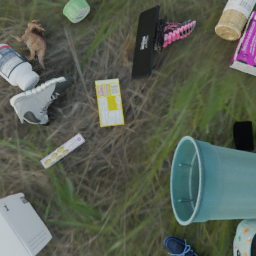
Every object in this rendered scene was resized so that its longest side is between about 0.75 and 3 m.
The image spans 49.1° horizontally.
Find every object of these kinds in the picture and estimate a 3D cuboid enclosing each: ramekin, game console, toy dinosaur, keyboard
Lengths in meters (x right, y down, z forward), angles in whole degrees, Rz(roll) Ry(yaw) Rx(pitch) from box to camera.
[{"bbox_3d":[-1.896,-4.415,10.496,0.977,0.977,0.477,-39,92,-4],"label":"ramekin"},{"bbox_3d":[4.839,0.268,10.373,1.855,0.224,1.094,-2,84,-1],"label":"game console"},{"bbox_3d":[-3.441,-3.225,10.479,1.274,0.807,1.880,-34,90,-10],"label":"toy dinosaur"},{"bbox_3d":[0.867,-3.124,10.408,0.533,1.399,2.688,11,84,-40],"label":"keyboard"}]

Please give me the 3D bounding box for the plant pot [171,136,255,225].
[{"bbox_3d":[3.097,1.789,9.112,2.733,2.790,2.790,7,84,-7],"label":"plant pot"}]

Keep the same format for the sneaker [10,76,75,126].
[{"bbox_3d":[-2.908,-0.858,10.225,2.501,0.938,1.445,-21,89,8],"label":"sneaker"}]

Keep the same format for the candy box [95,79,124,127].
[{"bbox_3d":[-0.687,-0.943,10.467,0.889,0.230,1.739,-7,84,-4],"label":"candy box"}]

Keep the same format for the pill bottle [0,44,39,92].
[{"bbox_3d":[-4.133,-2.152,10.223,1.694,1.013,1.013,41,86,3],"label":"pill bottle"}]

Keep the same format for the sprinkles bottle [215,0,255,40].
[{"bbox_3d":[4.287,-4.780,10.498,0.988,0.988,2.896,26,85,3],"label":"sprinkles bottle"}]

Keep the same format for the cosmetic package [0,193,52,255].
[{"bbox_3d":[-4.276,3.737,9.093,2.482,2.046,2.048,-36,85,-2],"label":"cosmetic package"}]

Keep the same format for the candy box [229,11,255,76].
[{"bbox_3d":[5.505,-2.750,10.195,2.887,0.881,1.969,21,89,6],"label":"candy box"}]

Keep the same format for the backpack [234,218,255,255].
[{"bbox_3d":[4.559,4.068,9.172,2.058,1.795,2.342,0,96,-3],"label":"backpack"}]

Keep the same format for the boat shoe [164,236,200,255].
[{"bbox_3d":[2.107,4.413,9.745,1.819,0.624,0.765,31,85,3],"label":"boat shoe"}]

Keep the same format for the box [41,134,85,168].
[{"bbox_3d":[-2.377,0.840,10.255,1.726,0.334,0.358,-35,85,-3],"label":"box"}]

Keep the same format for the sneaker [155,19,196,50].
[{"bbox_3d":[1.634,-3.741,10.591,1.876,0.741,0.895,-26,73,-2],"label":"sneaker"}]
